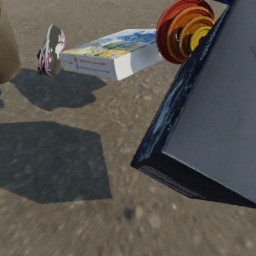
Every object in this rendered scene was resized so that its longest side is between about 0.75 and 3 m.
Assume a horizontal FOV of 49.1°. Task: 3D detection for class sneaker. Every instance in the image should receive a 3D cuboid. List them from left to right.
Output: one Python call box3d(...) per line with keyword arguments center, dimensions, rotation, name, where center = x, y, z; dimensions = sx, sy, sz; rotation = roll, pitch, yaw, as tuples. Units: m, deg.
box3d(center=(-1.816, -1.750, 6.312), dimensions=(0.534, 0.497, 1.236), rotation=(-6, 67, 30), name="sneaker")

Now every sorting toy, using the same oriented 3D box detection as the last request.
box3d(center=(1.383, -2.483, 5.196), dimensions=(1.699, 2.828, 1.161), rotation=(-13, 34, -12), name="sorting toy")

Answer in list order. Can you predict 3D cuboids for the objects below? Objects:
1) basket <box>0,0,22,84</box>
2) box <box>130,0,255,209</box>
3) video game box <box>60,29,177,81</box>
box3d(center=(-2.267, -1.334, 4.250), dimensions=(1.124, 1.490, 1.653), rotation=(-4, -9, -9), name="basket")
box3d(center=(1.055, -0.163, 3.565), dimensions=(1.146, 1.952, 1.920), rotation=(29, 76, -2), name="box")
box3d(center=(-0.123, -2.059, 7.423), dimensions=(2.540, 0.595, 2.314), rotation=(-32, 32, -33), name="video game box")
